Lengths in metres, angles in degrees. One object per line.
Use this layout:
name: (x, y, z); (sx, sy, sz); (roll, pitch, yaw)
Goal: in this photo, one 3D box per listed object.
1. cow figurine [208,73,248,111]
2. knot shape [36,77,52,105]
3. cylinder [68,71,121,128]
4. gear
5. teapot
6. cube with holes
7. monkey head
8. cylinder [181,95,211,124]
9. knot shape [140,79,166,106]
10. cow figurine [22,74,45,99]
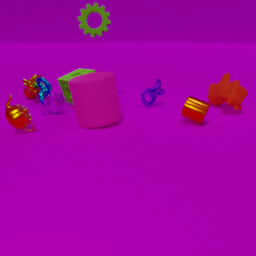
cow figurine: (3.554, -1.189, 10.231); (0.936, 1.706, 1.679); (32, 57, -15)
knot shape: (-3.201, -1.410, 10.934); (0.541, 1.171, 1.096); (-14, 9, -8)
cylinder: (-0.984, -0.889, 8.515); (1.378, 1.378, 1.378); (-8, 21, 3)
gear: (-1.306, -4.187, 10.920); (1.241, 1.241, 0.229); (0, 10, 1)
teapot: (-3.041, -0.381, 7.799); (0.586, 1.197, 0.744); (-35, 12, 5)
cube with holes: (-1.839, -1.564, 10.803); (1.070, 1.070, 1.070); (-34, 32, -30)
monkey head: (-2.484, -0.843, 9.582); (1.140, 0.687, 0.820); (-22, 11, -14)
cylinder: (2.078, -0.557, 8.616); (0.702, 0.702, 0.702); (25, 26, 15)
knot shape: (0.930, -1.292, 10.618); (1.027, 1.098, 0.507); (-40, 72, -6)
cow figurine: (-3.934, -1.656, 11.568); (1.493, 0.820, 1.469); (-35, 11, 32)
